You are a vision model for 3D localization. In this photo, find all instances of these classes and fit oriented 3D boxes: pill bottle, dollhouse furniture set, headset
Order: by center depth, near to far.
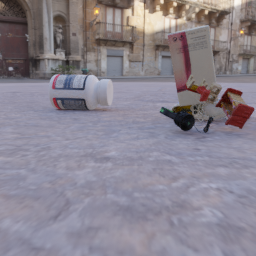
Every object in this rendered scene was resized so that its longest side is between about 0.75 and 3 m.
[{"bbox_3d":[1.644,-0.303,7.957,1.487,0.699,0.918,26,9,-4],"label":"headset"},{"bbox_3d":[2.542,-0.751,8.088,1.838,0.747,0.989,15,35,-13],"label":"dollhouse furniture set"},{"bbox_3d":[3.869,-0.579,10.152,1.010,0.566,0.566,-2,11,-10],"label":"pill bottle"},{"bbox_3d":[-2.104,-1.641,12.910,2.664,1.593,1.593,3,12,10],"label":"pill bottle"}]

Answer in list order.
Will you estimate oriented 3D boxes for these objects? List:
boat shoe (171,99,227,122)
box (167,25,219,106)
[{"bbox_3d":[2.512,-0.660,9.973,2.178,0.805,0.928,6,12,37],"label":"boat shoe"},{"bbox_3d":[2.255,-2.137,9.581,1.317,2.418,1.546,-7,17,18],"label":"box"}]
